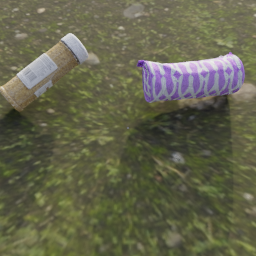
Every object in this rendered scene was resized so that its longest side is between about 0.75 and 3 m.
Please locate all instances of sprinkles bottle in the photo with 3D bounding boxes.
[{"bbox_3d":[-2.424,-1.629,8.184,2.638,0.900,0.900,-41,62,-9],"label":"sprinkles bottle"}]

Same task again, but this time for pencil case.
[{"bbox_3d":[1.845,-1.491,8.106,2.978,1.250,1.273,-8,80,-12],"label":"pencil case"}]
